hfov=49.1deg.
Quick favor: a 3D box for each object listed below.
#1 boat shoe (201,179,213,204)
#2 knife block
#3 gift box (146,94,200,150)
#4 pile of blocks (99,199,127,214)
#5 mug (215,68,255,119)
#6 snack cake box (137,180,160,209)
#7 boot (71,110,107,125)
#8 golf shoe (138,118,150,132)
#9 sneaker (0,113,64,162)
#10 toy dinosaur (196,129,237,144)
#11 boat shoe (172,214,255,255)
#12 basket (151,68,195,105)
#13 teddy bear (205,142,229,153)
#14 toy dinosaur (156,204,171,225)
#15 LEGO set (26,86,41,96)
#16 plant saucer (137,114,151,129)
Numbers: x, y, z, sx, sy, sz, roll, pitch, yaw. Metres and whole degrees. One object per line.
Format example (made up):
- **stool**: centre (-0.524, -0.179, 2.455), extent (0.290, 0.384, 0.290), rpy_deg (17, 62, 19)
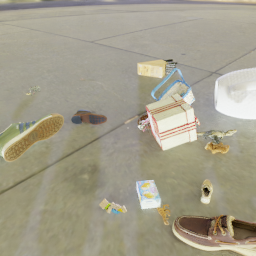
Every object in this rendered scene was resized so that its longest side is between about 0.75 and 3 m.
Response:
- **boat shoe**: centre (2.355, 1.828, 8.355), extent (0.343, 0.309, 0.950), rpy_deg (10, 33, 16)
- **knife block**: centre (1.852, -3.713, 16.943), extent (2.138, 0.684, 1.877), rpy_deg (12, 33, 20)
- **gift box**: centre (1.706, -0.203, 10.542), extent (1.576, 1.688, 1.557), rpy_deg (-20, 38, -4)
- **pile of blocks**: centre (-0.407, 2.233, 7.838), extent (0.789, 0.324, 0.245), rpy_deg (18, -8, 11)
- **mug**: centre (4.997, -1.471, 11.506), extent (2.571, 2.165, 2.933), rpy_deg (1, -4, 12)
- **snack cake box**: centre (0.580, 1.899, 8.096), extent (0.542, 0.316, 0.942), rpy_deg (-5, 22, -5)
- **boot**: centre (-1.602, -0.544, 11.950), extent (1.514, 0.566, 0.734), rpy_deg (1, 34, 6)
- **golf shoe**: centre (0.646, -0.199, 11.115), extent (0.363, 0.286, 0.789), rpy_deg (35, 37, 0)
- **sneaker**: centre (-3.847, 0.074, 10.540), extent (1.272, 0.950, 2.833), rpy_deg (23, 41, 25)
- **toy dinosaur**: centre (3.221, 0.262, 10.813), extent (1.865, 0.443, 0.822), rpy_deg (5, 24, 11)
- **boat shoe**: centre (2.352, 2.447, 6.798), extent (2.483, 0.893, 0.896), rpy_deg (10, 33, 16)
- **basket**: centre (1.934, -1.462, 12.051), extent (1.557, 1.766, 1.228), rpy_deg (-43, 42, -2)
- **teddy bear**: centre (3.245, 0.733, 10.220), extent (0.855, 0.285, 0.620), rpy_deg (3, 24, 19)
- **toy dinosaur**: centre (0.913, 2.261, 7.712), extent (0.462, 0.263, 0.871), rpy_deg (-17, 35, -23)
- **LEGO set**: centre (-4.906, -2.007, 14.566), extent (0.648, 0.283, 0.998), rpy_deg (0, 32, -1)
- **plant saucer**: centre (0.935, -0.311, 11.935), extent (1.084, 0.187, 1.084), rpy_deg (0, 31, 0)
